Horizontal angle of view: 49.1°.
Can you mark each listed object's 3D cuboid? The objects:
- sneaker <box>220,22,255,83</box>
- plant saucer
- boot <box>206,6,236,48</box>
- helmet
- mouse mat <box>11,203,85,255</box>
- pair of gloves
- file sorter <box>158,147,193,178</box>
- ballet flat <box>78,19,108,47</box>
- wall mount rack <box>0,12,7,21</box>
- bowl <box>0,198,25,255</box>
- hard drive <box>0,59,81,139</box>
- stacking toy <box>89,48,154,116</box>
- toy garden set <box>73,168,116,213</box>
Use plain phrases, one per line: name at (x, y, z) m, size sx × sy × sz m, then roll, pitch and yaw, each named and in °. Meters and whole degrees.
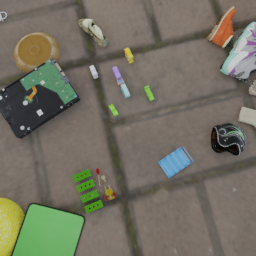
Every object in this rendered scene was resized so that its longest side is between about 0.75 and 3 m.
sneaker at (4.547, -2.646, 10.261) m, size 1.538 × 0.855 × 2.199 m, roll 32°, pitch 89°, yaw 5°
plant saucer at (-3.454, -2.869, 10.517) m, size 1.770 × 0.313 × 1.770 m, roll 0°, pitch 78°, yaw 0°
boot at (3.742, -3.813, 10.628) m, size 0.859 × 0.601 × 1.601 m, roll 33°, pitch 85°, yaw 0°
helmet at (3.431, 0.382, 9.473) m, size 1.048 × 1.100 × 1.100 m, roll 0°, pitch 78°, yaw 0°
mouse mat at (-2.617, 3.794, 9.003) m, size 1.939 × 0.091 × 2.410 m, roll 19°, pitch 77°, yaw -11°
pair of gloves at (5.001, -0.796, 10.074) m, size 1.597 × 0.329 × 1.878 m, roll 25°, pitch 78°, yaw 5°
file sorter at (1.623, 1.152, 9.531) m, size 0.954 × 0.585 × 0.662 m, roll -33°, pitch 79°, yaw -6°
ballet flat at (-1.293, -3.726, 10.556) m, size 0.525 × 0.583 × 1.548 m, roll -39°, pitch 80°, yaw -16°
wall mount rack at (-5.283, -4.415, 10.806) m, size 1.040 × 0.388 × 0.903 m, roll -26°, pitch 79°, yaw -6°
bowl at (-4.357, 3.233, 8.854) m, size 1.962 × 1.056 × 1.962 m, roll 0°, pitch 79°, yaw 1°
hard drive at (-3.242, -1.063, 9.982) m, size 2.600 × 0.492 × 1.816 m, roll -35°, pitch 84°, yaw -5°
stacking toy at (-0.238, -1.666, 10.170) m, size 1.632 × 0.509 × 2.164 m, roll -26°, pitch 80°, yaw -5°
toy garden set at (-1.110, 2.037, 9.522) m, size 1.118 × 0.268 × 1.341 m, roll -23°, pitch 78°, yaw -3°
